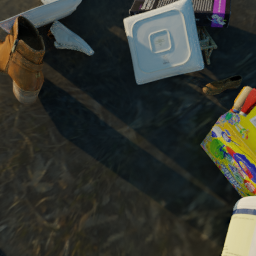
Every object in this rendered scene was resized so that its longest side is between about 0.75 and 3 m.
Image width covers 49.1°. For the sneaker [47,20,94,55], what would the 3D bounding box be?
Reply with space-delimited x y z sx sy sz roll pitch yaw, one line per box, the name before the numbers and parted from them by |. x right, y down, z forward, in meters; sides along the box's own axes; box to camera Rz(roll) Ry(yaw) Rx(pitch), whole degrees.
sneaker | -1.815 -2.636 8.792 1.680 0.612 0.711 38 93 15

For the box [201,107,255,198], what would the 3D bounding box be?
box | 3.017 0.570 6.658 1.216 1.919 1.993 -32 70 -12

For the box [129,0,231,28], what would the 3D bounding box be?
box | 1.679 -3.913 8.758 2.908 0.525 2.079 9 51 13

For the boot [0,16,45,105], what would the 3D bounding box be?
boot | -3.129 -2.197 7.651 2.701 2.089 0.995 47 50 11

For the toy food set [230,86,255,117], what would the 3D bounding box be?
toy food set | 1.809 -0.251 3.867 0.936 0.447 0.421 45 110 46

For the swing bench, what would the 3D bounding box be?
swing bench | 1.765 -2.624 8.544 1.365 0.890 1.372 -11 68 -3

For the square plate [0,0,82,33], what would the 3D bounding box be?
square plate | -2.544 -3.306 8.351 2.426 2.449 0.348 -26 111 -11

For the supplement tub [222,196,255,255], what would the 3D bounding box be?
supplement tub | 2.866 3.090 5.499 2.134 2.134 2.944 21 69 9

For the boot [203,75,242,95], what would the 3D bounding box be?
boot | 2.785 -1.305 8.243 1.175 0.443 0.433 -16 70 -5

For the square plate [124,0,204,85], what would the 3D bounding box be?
square plate | 0.969 -2.442 7.995 2.031 0.289 2.011 -11 93 20

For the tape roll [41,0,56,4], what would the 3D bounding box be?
tape roll | -2.391 -4.795 9.771 1.441 0.263 1.441 0 68 1
